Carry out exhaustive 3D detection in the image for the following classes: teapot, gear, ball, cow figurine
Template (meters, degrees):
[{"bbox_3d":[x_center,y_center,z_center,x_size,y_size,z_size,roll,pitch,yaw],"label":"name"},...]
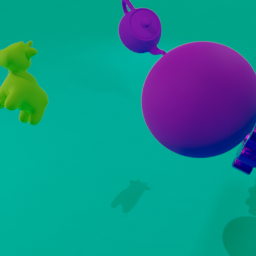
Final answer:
[{"bbox_3d":[0.432,-2.714,7.810,1.252,2.014,0.986,-37,5,-14],"label":"teapot"},{"bbox_3d":[2.391,0.012,5.009,0.313,1.691,1.691,27,47,18],"label":"gear"},{"bbox_3d":[0.718,-0.276,2.860,1.164,1.164,1.164,0,40,0],"label":"ball"},{"bbox_3d":[-1.542,-0.688,4.183,0.579,1.056,1.039,11,70,35],"label":"cow figurine"}]
